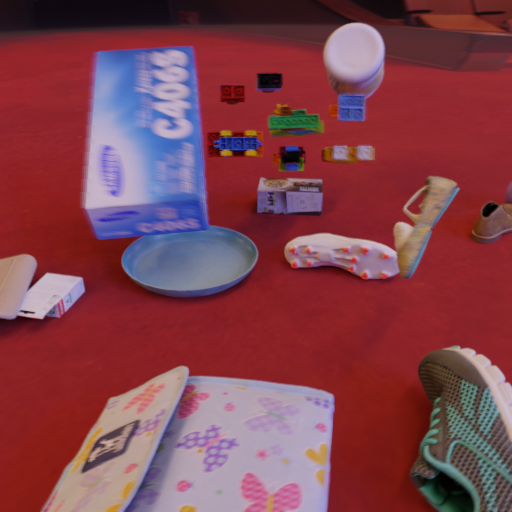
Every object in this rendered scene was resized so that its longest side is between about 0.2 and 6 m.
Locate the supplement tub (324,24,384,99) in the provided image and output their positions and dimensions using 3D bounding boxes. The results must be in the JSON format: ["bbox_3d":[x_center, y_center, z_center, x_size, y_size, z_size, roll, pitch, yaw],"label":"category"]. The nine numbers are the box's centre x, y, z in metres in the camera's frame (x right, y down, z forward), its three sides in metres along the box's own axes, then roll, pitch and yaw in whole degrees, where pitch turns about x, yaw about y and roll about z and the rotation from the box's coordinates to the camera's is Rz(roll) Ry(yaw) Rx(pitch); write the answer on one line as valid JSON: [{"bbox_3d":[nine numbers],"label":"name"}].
[{"bbox_3d":[2.102,-4.048,11.944,1.195,1.195,1.652,7,-2,13],"label":"supplement tub"}]

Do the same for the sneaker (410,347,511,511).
[{"bbox_3d":[2.343,2.163,6.327,1.412,1.201,3.095,-7,28,-5],"label":"sneaker"}]

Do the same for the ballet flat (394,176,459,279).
[{"bbox_3d":[2.312,-0.452,8.048,0.601,0.601,1.699,22,71,34],"label":"ballet flat"}]

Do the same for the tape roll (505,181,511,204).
[{"bbox_3d":[6.333,-1.457,13.040,0.968,0.968,0.411,-10,30,-17],"label":"tape roll"}]

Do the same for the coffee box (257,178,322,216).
[{"bbox_3d":[0.816,-1.417,13.331,1.523,0.608,0.861,3,29,5],"label":"coffee box"}]

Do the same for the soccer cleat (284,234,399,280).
[{"bbox_3d":[1.672,-0.075,10.778,2.254,0.781,0.874,6,27,17],"label":"soccer cleat"}]

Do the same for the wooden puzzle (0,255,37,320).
[{"bbox_3d":[-4.985,0.723,9.515,2.159,0.402,1.997,-9,29,-4],"label":"wooden puzzle"}]

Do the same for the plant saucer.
[{"bbox_3d":[-1.266,0.104,10.841,2.595,0.356,2.595,1,29,0],"label":"plant saucer"}]

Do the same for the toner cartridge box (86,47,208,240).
[{"bbox_3d":[-2.047,-2.309,10.660,1.991,0.905,4.191,-6,56,-3],"label":"toner cartridge box"}]

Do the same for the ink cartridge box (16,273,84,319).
[{"bbox_3d":[-3.598,0.783,9.635,0.706,0.326,1.296,7,31,12],"label":"ink cartridge box"}]

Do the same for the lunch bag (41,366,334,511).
[{"bbox_3d":[-0.661,2.310,5.449,2.643,1.680,2.242,4,27,12],"label":"lunch bag"}]

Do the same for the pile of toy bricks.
[{"bbox_3d":[0.641,-2.543,11.073,3.175,1.761,1.567,0,5,-2],"label":"pile of toy bricks"}]

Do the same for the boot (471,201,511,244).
[{"bbox_3d":[5.355,-0.903,12.320,0.689,0.707,1.873,21,34,36],"label":"boot"}]
